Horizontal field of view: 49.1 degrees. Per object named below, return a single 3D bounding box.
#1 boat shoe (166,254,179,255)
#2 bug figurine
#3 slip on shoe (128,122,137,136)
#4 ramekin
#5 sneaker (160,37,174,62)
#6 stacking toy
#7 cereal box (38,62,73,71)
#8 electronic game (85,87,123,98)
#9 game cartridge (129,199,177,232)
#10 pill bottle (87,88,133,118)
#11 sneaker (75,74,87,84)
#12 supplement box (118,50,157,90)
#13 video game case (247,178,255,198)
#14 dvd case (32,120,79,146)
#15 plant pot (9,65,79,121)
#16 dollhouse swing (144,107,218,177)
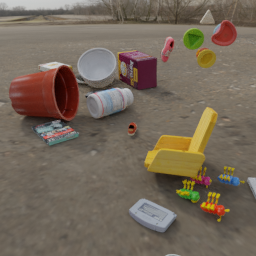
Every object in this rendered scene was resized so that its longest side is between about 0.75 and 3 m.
[{"bbox_3d":[0.694,2.610,3.599,0.928,0.913,2.573,2,26,4],"label":"boat shoe"},{"bbox_3d":[1.921,1.456,6.614,1.279,0.424,1.649,11,31,35],"label":"bug figurine"},{"bbox_3d":[0.149,-0.020,9.894,0.318,0.262,0.857,2,24,8],"label":"slip on shoe"},{"bbox_3d":[-1.516,-2.990,14.344,1.966,1.032,1.966,-2,67,4],"label":"ramekin"},{"bbox_3d":[1.629,-3.183,11.458,0.381,1.034,0.449,2,25,-24],"label":"sneaker"},{"bbox_3d":[3.226,-3.671,11.357,1.762,1.946,0.822,37,27,-15],"label":"stacking toy"},{"bbox_3d":[-4.573,-3.776,17.633,1.872,0.370,1.347,22,33,39],"label":"cereal box"},{"bbox_3d":[-1.004,-1.550,12.617,1.844,0.384,1.844,-8,10,1],"label":"electronic game"},{"bbox_3d":[0.508,1.876,6.028,0.906,0.188,0.604,18,35,33],"label":"game cartridge"},{"bbox_3d":[-0.682,-1.061,11.245,1.784,0.970,0.970,-20,32,-36],"label":"pill bottle"},{"bbox_3d":[-1.883,-3.094,15.455,2.485,1.018,0.958,-16,30,-31],"label":"sneaker"},{"bbox_3d":[0.464,-3.135,14.951,1.223,1.551,2.370,-14,28,-23],"label":"supplement box"},{"bbox_3d":[3.661,1.589,6.645,1.290,0.142,1.176,2,26,5],"label":"video game case"},{"bbox_3d":[-2.538,0.124,9.711,1.087,0.164,1.489,-19,32,-34],"label":"dvd case"},{"bbox_3d":[-3.229,-1.275,10.761,2.027,2.084,2.084,-2,24,15],"label":"plant pot"},{"bbox_3d":[1.358,0.218,7.401,1.627,1.574,1.791,6,12,9],"label":"dollhouse swing"}]
